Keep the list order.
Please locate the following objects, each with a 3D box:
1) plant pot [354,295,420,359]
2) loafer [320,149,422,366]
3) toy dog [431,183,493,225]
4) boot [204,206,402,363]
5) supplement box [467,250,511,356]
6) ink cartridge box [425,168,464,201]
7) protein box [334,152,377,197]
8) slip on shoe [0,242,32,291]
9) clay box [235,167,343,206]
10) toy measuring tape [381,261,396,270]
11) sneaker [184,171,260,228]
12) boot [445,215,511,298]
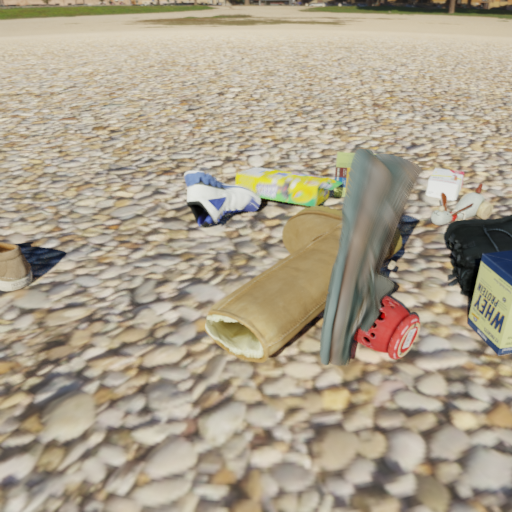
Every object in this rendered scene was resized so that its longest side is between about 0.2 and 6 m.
[{"bbox_3d":[2.036,1.116,8.695,0.867,0.867,0.790,-24,42,-37],"label":"plant pot"},{"bbox_3d":[1.573,0.098,7.817,0.975,3.100,1.114,10,5,11],"label":"loafer"},{"bbox_3d":[4.843,-1.217,13.066,1.078,0.788,1.635,21,35,33],"label":"toy dog"},{"bbox_3d":[0.440,0.329,9.773,3.420,1.131,2.996,-34,17,-29],"label":"boot"},{"bbox_3d":[4.312,0.693,8.918,1.364,1.363,0.916,-6,29,-11],"label":"supplement box"},{"bbox_3d":[4.952,-1.886,14.659,0.780,0.448,1.074,13,31,22],"label":"ink cartridge box"},{"bbox_3d":[2.678,-2.121,14.696,1.209,0.822,1.218,4,29,8],"label":"protein box"},{"bbox_3d":[-5.400,-0.061,10.934,2.567,0.778,0.976,19,34,32],"label":"slip on shoe"},{"bbox_3d":[0.837,-1.718,13.968,2.415,0.575,1.388,13,19,18],"label":"clay box"},{"bbox_3d":[1.898,0.441,10.064,1.422,0.523,0.523,-14,16,38],"label":"toy measuring tape"},{"bbox_3d":[-0.896,-1.134,12.948,1.960,1.132,0.792,16,-15,-38],"label":"sneaker"},{"bbox_3d":[4.934,-0.031,10.690,2.633,0.974,2.158,-3,25,10],"label":"boot"}]
